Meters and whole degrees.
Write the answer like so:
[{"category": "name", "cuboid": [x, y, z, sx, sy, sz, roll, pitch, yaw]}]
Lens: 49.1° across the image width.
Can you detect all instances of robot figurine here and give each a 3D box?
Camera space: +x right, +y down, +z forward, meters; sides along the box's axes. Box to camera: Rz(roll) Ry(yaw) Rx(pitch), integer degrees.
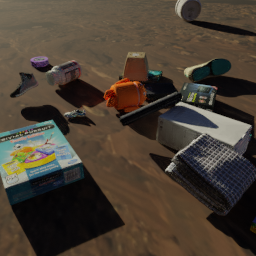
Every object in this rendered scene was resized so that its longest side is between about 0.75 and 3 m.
[{"category": "robot figurine", "cuboid": [-0.038, -1.324, 11.231, 1.771, 1.033, 1.274, -12, 31, -18]}]

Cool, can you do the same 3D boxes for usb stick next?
[{"category": "usb stick", "cuboid": [0.739, -0.631, 9.265, 2.200, 0.359, 0.610, -24, -3, 0]}]

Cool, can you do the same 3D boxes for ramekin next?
[{"category": "ramekin", "cuboid": [5.525, -10.748, 25.198, 2.243, 2.243, 1.177, -6, 42, -10]}]

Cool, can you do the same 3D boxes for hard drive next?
[{"category": "hard drive", "cuboid": [1.303, -1.634, 12.363, 1.604, 0.339, 1.082, -5, 32, -7]}]

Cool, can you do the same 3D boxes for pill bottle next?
[{"category": "pill bottle", "cuboid": [-3.065, -2.584, 13.345, 0.906, 0.906, 1.636, 22, 38, 31]}]

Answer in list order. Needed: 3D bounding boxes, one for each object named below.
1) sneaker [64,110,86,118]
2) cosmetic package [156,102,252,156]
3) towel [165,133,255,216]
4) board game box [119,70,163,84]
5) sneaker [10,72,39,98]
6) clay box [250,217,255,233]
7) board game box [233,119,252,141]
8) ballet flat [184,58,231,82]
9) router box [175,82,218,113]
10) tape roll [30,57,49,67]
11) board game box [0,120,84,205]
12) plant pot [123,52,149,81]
[{"category": "sneaker", "cuboid": [-2.034, -0.564, 10.716, 0.820, 0.297, 0.295, -5, 34, -6]}, {"category": "cosmetic package", "cuboid": [2.345, 0.188, 8.841, 2.550, 1.035, 1.439, 27, 41, 34]}, {"category": "towel", "cuboid": [2.165, 1.065, 7.202, 1.893, 0.810, 1.567, 40, 52, 22]}, {"category": "board game box", "cuboid": [0.654, -2.631, 14.015, 1.929, 0.272, 1.305, 9, 33, 15]}, {"category": "sneaker", "cuboid": [-4.473, -1.883, 11.700, 0.525, 0.808, 1.400, 8, 38, 37]}, {"category": "clay box", "cuboid": [3.542, 2.284, 6.138, 1.403, 0.334, 0.806, 24, 40, 34]}, {"category": "board game box", "cuboid": [3.561, 0.111, 9.676, 0.837, 0.248, 1.100, -8, 33, -13]}, {"category": "ballet flat", "cuboid": [3.957, -2.952, 14.058, 2.662, 0.925, 0.925, -17, 36, -24]}, {"category": "router box", "cuboid": [2.793, -1.160, 11.368, 1.439, 0.596, 1.920, 10, 34, 16]}, {"category": "tape roll", "cuboid": [-4.947, -3.706, 15.692, 0.952, 0.312, 0.952, 0, 31, 0]}, {"category": "board game box", "cuboid": [-2.737, 0.821, 8.200, 1.999, 0.622, 2.648, -17, 36, -25]}, {"category": "plant pot", "cuboid": [0.403, -2.984, 13.341, 1.196, 1.059, 1.194, 4, 34, 6]}]
